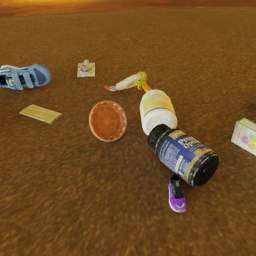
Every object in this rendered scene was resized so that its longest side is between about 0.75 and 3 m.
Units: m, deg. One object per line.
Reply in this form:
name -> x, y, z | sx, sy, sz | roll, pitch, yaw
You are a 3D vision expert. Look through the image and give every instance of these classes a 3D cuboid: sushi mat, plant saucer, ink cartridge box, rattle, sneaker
sushi mat -> -3.680, -0.605, 11.821 | 1.702, 0.103, 0.814 | 17, 39, 22
plant saucer -> -0.750, -0.251, 10.362 | 1.507, 1.507, 0.243 | -26, 8, -31
ink cartridge box -> 4.508, 0.437, 9.731 | 0.498, 0.872, 1.679 | -24, 42, -30
rattle -> 0.093, -1.704, 13.194 | 2.001, 1.429, 1.303 | -24, 12, 0
sneaker -> 1.399, 1.797, 8.067 | 0.431, 0.617, 1.241 | -1, 36, -2
sneaker -> -5.086, -2.380, 13.498 | 2.962, 1.095, 1.218 | 1, 34, 15

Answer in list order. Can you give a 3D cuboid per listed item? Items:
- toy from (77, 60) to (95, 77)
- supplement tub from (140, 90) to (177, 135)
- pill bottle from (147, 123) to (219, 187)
toy -> -2.298, -3.326, 15.350 | 0.920, 0.377, 1.598 | -4, 36, -4
supplement tub -> 1.127, -0.585, 10.789 | 1.279, 1.279, 1.760 | -1, 37, -2
pill bottle -> 1.667, 0.772, 8.953 | 1.240, 1.240, 2.217 | -24, 42, -29
